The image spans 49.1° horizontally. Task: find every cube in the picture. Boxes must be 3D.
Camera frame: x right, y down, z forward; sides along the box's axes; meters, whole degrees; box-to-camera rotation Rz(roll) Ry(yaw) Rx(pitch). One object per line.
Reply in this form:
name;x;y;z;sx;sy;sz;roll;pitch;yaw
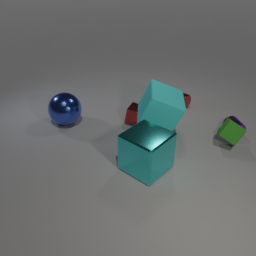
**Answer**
cube;0.622;0.774;9.340;1.400;1.400;1.400;25;40;34
cube;1.274;-0.797;11.021;1.400;1.400;1.400;20;37;-11
cube;3.857;0.130;10.481;0.700;0.700;0.700;35;13;4
cube;0.334;-0.581;12.062;0.700;0.700;0.700;21;37;11

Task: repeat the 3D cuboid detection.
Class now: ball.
ball;-2.676;-0.807;11.893;1.400;1.400;1.400;0;32;0

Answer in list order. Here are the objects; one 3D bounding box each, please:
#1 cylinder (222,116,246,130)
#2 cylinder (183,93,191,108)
cylinder;4.264;-0.026;11.290;0.700;0.700;0.700;-5;32;-8
cylinder;2.545;-1.359;13.431;0.700;0.700;0.700;27;41;36
